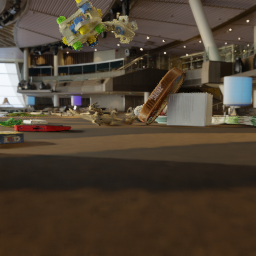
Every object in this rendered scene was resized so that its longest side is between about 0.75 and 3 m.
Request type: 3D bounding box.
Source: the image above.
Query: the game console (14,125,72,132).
[{"bbox_3d":[-2.213,-0.018,7.305,1.176,0.182,1.040,1,3,15],"label":"game console"}]

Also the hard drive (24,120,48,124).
[{"bbox_3d":[-4.191,-0.280,12.675,0.746,0.149,1.131,-2,4,-35],"label":"hard drive"}]

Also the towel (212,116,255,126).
[{"bbox_3d":[4.382,-0.251,11.225,1.816,0.374,2.434,0,0,-41],"label":"towel"}]

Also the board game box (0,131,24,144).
[{"bbox_3d":[-2.121,0.150,4.216,0.887,0.153,0.601,-2,4,-42],"label":"board game box"}]

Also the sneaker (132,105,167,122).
[{"bbox_3d":[1.635,-0.926,14.388,2.746,0.917,1.471,1,-20,-37],"label":"sneaker"}]

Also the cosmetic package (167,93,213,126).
[{"bbox_3d":[2.273,-0.670,10.259,1.408,1.171,1.178,3,4,26],"label":"cosmetic package"}]

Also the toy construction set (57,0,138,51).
[{"bbox_3d":[-1.005,-3.140,8.652,1.814,1.274,2.766,-31,-9,35],"label":"toy construction set"}]

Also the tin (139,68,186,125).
[{"bbox_3d":[1.257,-1.159,10.345,0.494,2.358,1.320,39,9,21],"label":"tin"}]

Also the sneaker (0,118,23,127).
[{"bbox_3d":[-3.971,-0.198,9.479,0.751,0.314,0.278,-2,4,-19],"label":"sneaker"}]

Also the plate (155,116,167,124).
[{"bbox_3d":[2.344,-0.390,12.915,2.803,0.358,2.803,1,2,0],"label":"plate"}]

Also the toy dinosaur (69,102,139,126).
[{"bbox_3d":[-1.071,-0.360,10.722,2.892,0.842,1.463,8,-12,5],"label":"toy dinosaur"}]
